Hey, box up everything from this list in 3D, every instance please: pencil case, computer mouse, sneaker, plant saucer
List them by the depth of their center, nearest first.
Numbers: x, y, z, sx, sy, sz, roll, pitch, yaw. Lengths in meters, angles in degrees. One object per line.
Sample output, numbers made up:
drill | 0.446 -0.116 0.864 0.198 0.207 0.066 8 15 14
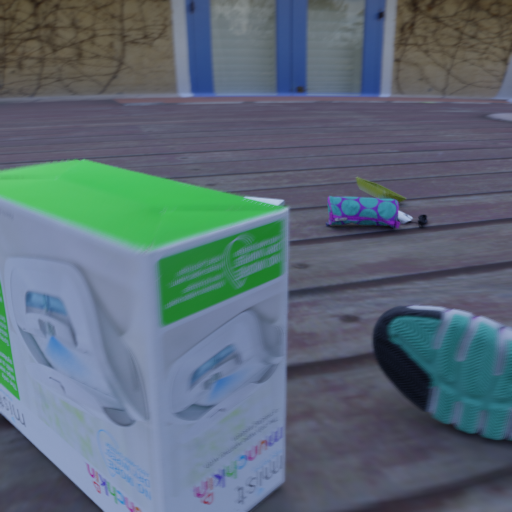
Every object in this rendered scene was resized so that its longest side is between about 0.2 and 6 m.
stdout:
sneaker | 2.806 1.270 5.888 3.134 1.166 1.372 20 16 20
pencil case | 2.289 -0.929 12.076 1.529 0.651 0.706 2 43 2
computer mouse | 3.265 -0.870 12.519 1.103 0.242 0.605 11 24 26
plant saucer | 3.061 -1.587 13.939 0.999 0.239 0.998 8 22 -43

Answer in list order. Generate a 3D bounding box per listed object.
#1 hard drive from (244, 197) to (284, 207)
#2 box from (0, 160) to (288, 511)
hard drive | 0.099 -1.277 13.758 1.048 0.140 0.691 7 22 18
box | -1.219 0.656 5.049 2.938 2.593 1.421 19 27 39
